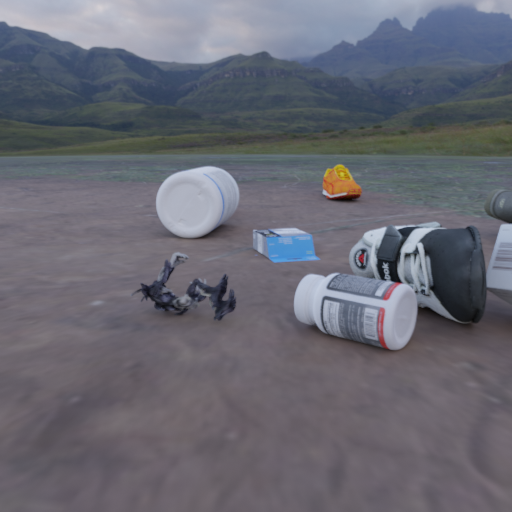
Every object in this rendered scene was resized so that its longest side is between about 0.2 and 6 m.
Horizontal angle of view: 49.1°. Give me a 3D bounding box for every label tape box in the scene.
[{"bbox_3d":[0.432,-0.171,8.201,0.714,0.314,0.991,-4,13,-17],"label":"label tape box"}]

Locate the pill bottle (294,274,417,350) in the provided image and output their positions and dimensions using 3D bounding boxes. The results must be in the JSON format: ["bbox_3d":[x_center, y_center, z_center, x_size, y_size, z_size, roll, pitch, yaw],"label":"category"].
[{"bbox_3d":[0.839,0.445,4.824,0.951,0.551,0.551,10,16,38],"label":"pill bottle"}]

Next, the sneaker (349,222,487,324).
[{"bbox_3d":[1.530,0.138,5.643,1.101,0.922,2.488,-2,4,3],"label":"sneaker"}]

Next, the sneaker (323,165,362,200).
[{"bbox_3d":[2.240,-1.989,15.184,0.856,0.905,2.346,-1,14,-10],"label":"sneaker"}]

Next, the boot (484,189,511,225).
[{"bbox_3d":[4.790,-0.466,8.592,1.871,0.747,2.057,5,12,-21],"label":"boot"}]

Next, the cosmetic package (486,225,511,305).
[{"bbox_3d":[2.636,0.153,5.096,0.785,0.657,0.653,25,-11,-30],"label":"cosmetic package"}]

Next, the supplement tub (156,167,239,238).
[{"bbox_3d":[-0.997,-0.999,10.049,1.148,1.148,1.740,2,12,10],"label":"supplement tub"}]

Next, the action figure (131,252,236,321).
[{"bbox_3d":[-0.685,0.312,5.367,1.007,0.514,0.598,6,-30,26],"label":"action figure"}]
